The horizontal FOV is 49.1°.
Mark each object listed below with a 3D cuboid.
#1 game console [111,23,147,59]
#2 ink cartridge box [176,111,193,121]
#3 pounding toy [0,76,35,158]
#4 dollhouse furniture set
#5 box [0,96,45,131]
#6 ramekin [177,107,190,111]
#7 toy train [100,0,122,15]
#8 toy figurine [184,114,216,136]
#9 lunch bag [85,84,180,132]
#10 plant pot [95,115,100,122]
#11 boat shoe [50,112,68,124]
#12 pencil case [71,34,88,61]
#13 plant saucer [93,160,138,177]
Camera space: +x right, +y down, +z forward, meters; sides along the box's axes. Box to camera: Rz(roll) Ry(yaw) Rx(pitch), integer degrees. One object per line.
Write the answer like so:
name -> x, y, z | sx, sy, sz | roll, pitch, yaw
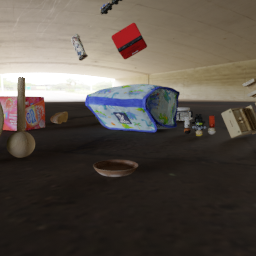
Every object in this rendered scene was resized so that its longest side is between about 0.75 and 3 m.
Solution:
game console -> 0.062, -3.419, 11.110 | 1.091, 0.648, 0.941 | -27, -30, 13
ink cartridge box -> 2.058, -0.685, 14.834 | 2.534, 0.497, 1.260 | 2, 8, 20
pounding toy -> -3.415, -0.058, 5.862 | 2.557, 1.974, 1.186 | -4, -18, -32
dollhouse furniture set -> 4.156, -0.528, 8.359 | 1.385, 1.828, 2.085 | -8, -17, -39
box -> -4.695, -0.615, 10.891 | 2.664, 1.272, 1.328 | 3, 8, 21
ramekin -> 3.183, -0.972, 16.958 | 1.100, 0.512, 1.100 | 0, 6, 0
toy train -> -0.299, -3.191, 6.924 | 0.239, 1.042, 0.178 | 50, 2, 31
toy figurine -> 2.397, -0.072, 9.430 | 0.919, 0.649, 0.933 | -11, 14, -33
lunch bag -> 0.244, -0.804, 10.272 | 2.456, 1.841, 2.889 | 4, -1, 31
plant pot -> -1.128, -0.571, 13.115 | 0.806, 0.806, 0.776 | -1, -5, -7
boat shoe -> -3.221, -0.509, 13.143 | 0.498, 0.531, 1.439 | 6, 8, 4
pencil case -> -2.341, -3.880, 13.441 | 0.474, 1.219, 0.545 | -15, -13, -38
plant saucer -> -0.213, 0.707, 4.886 | 0.785, 0.144, 0.785 | 0, 8, 0
